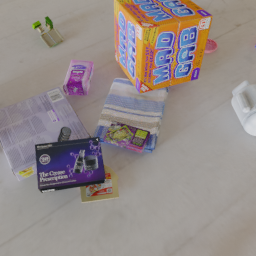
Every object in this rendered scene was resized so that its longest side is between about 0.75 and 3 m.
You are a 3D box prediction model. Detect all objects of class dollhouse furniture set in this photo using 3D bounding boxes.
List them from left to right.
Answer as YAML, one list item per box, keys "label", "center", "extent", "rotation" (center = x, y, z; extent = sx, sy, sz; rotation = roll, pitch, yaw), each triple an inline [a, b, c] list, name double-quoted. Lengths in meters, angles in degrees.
- label: "dollhouse furniture set"
  center: [-3.566, -4.179, 12.607]
  extent: [0.864, 0.662, 1.319]
  rotation: [-37, 91, -17]

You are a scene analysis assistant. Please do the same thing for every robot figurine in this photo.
- label: "robot figurine"
  center: [4.302, -0.612, 9.438]
  extent: [1.810, 1.205, 2.134]
  rotation: [14, 47, -32]

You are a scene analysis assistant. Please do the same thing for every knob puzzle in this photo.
- label: "knob puzzle"
  center: [-0.891, 1.618, 8.458]
  extent: [1.362, 0.189, 1.362]
  rotation: [0, 54, 0]

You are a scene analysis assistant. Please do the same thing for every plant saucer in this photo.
- label: "plant saucer"
  center: [3.455, -3.561, 12.202]
  extent: [0.872, 0.221, 0.872]
  rotation: [0, 55, -1]

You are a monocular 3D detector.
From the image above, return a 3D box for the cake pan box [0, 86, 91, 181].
- label: "cake pan box"
  center: [-2.931, 0.021, 9.308]
  extent: [2.541, 0.722, 2.759]
  rotation: [-26, 58, -20]

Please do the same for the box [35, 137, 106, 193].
- label: "box"
  center: [-1.643, 1.039, 8.022]
  extent: [1.824, 0.719, 1.287]
  rotation: [-7, 69, -12]

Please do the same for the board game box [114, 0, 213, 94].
- label: "board game box"
  center: [1.098, -3.213, 10.268]
  extent: [2.502, 2.501, 2.504]
  rotation: [-16, 48, -16]

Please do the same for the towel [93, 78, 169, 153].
- label: "towel"
  center: [0.170, -0.597, 9.971]
  extent: [2.203, 0.357, 2.999]
  rotation: [11, 55, 9]

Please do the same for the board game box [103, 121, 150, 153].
- label: "board game box"
  center: [-0.031, 0.279, 9.090]
  extent: [1.340, 0.216, 0.804]
  rotation: [17, 52, 14]

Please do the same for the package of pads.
- label: "package of pads"
  center: [-1.893, -1.981, 10.834]
  extent: [0.919, 0.577, 1.525]
  rotation: [3, 54, 6]
